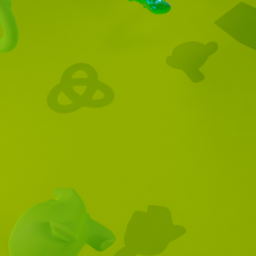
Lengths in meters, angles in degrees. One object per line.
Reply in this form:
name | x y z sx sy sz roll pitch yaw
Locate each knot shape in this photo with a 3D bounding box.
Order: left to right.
knot shape | -2.737 -2.102 5.246 1.660 0.767 1.553 -18 72 24

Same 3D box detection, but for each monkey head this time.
monkey head | -0.844 1.468 3.616 1.249 1.736 1.046 35 37 -5
monkey head | 0.442 -2.934 5.440 1.838 1.108 1.322 -13 52 -28
